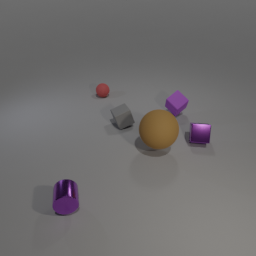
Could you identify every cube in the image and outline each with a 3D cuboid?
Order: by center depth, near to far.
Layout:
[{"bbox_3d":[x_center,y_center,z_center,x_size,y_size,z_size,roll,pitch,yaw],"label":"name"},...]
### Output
[{"bbox_3d":[2.719,0.177,10.637,0.700,0.700,0.700,4,6,7],"label":"cube"},{"bbox_3d":[-0.231,-0.490,11.753,0.700,0.700,0.700,-26,35,-6],"label":"cube"},{"bbox_3d":[2.135,-1.086,12.313,0.700,0.700,0.700,-39,71,-14],"label":"cube"}]

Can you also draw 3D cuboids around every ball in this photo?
[{"bbox_3d":[1.080,0.048,9.818,1.400,1.400,1.400,0,31,0],"label":"ball"},{"bbox_3d":[-1.290,-1.927,14.282,0.700,0.700,0.700,0,31,0],"label":"ball"}]

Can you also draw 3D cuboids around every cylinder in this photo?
[{"bbox_3d":[-1.736,1.916,7.812,0.700,0.700,0.700,-6,33,-9],"label":"cylinder"}]
